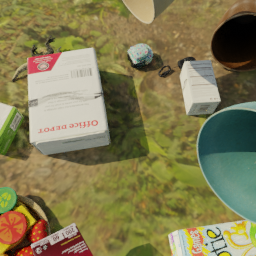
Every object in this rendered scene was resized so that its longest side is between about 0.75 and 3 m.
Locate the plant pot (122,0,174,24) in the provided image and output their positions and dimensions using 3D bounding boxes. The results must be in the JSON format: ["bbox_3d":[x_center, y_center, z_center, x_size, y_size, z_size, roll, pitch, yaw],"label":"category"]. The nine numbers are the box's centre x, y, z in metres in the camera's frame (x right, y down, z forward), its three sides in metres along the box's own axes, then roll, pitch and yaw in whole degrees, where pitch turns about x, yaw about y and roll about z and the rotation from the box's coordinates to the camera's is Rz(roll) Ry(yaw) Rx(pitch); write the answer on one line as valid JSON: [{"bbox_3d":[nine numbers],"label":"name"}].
[{"bbox_3d":[0.794,-3.686,6.291,1.928,1.806,1.806,-36,71,-6],"label":"plant pot"}]

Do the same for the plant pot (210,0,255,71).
[{"bbox_3d":[3.891,-3.377,9.308,2.046,2.046,2.189,15,53,6],"label":"plant pot"}]

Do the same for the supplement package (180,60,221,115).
[{"bbox_3d":[2.225,-1.267,8.807,0.871,0.868,1.484,-4,66,-2],"label":"supplement package"}]

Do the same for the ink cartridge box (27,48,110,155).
[{"bbox_3d":[-1.772,-0.788,8.413,2.087,1.198,2.874,-9,67,-4],"label":"ink cartridge box"}]

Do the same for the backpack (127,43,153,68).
[{"bbox_3d":[0.438,-2.493,9.524,0.808,0.608,0.717,-20,68,-14],"label":"backpack"}]

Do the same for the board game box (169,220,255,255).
[{"bbox_3d":[2.576,3.001,6.598,2.846,1.492,1.466,-7,66,-4],"label":"board game box"}]

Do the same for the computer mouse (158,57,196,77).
[{"bbox_3d":[1.664,-2.069,9.547,1.395,0.237,0.409,-21,93,-4],"label":"computer mouse"}]

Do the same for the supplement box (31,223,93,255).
[{"bbox_3d":[-1.068,2.863,5.390,0.998,0.559,1.835,-21,43,-27],"label":"supplement box"}]

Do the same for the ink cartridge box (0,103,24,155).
[{"bbox_3d":[-4.350,-0.146,8.420,1.853,0.702,1.370,16,68,8],"label":"ink cartridge box"}]

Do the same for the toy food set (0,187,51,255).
[{"bbox_3d":[-3.305,2.924,7.077,2.590,0.636,2.616,40,71,17],"label":"toy food set"}]

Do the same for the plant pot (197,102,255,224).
[{"bbox_3d":[2.872,0.484,5.596,1.644,2.442,2.442,-25,68,-30],"label":"plant pot"}]

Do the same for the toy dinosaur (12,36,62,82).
[{"bbox_3d":[-2.818,-2.419,9.508,2.515,0.597,1.108,-16,74,-3],"label":"toy dinosaur"}]
